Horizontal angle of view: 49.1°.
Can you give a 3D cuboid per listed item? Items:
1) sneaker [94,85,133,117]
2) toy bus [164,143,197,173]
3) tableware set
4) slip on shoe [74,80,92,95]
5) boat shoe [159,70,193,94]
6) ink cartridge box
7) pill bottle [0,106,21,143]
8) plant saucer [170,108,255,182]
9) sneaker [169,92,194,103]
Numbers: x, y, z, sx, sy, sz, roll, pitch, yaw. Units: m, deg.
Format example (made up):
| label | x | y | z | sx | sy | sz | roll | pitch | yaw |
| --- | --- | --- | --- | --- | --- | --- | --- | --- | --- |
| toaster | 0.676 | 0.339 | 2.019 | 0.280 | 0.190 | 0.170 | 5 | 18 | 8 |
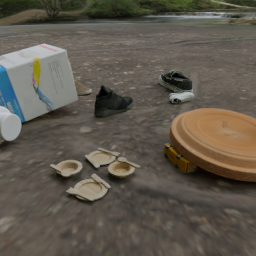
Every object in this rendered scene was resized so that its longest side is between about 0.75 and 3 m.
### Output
| label | x | y | z | sx | sy | sz | roll | pitch | yaw |
| --- | --- | --- | --- | --- | --- | --- | --- | --- | --- |
| sneaker | -0.454 | -1.052 | 9.885 | 1.715 | 0.982 | 0.656 | -18 | 32 | -38 |
| toy bus | 1.246 | 0.702 | 6.852 | 0.383 | 0.318 | 0.977 | -10 | 27 | -20 |
| tableware set | -0.735 | 0.958 | 6.424 | 1.558 | 0.216 | 1.865 | 23 | 33 | 40 |
| slip on shoe | -2.275 | -1.817 | 12.066 | 1.652 | 0.501 | 0.628 | 19 | 31 | 34 |
| boat shoe | 2.139 | -2.151 | 12.428 | 0.887 | 0.799 | 2.509 | -9 | 26 | -19 |
| ink cartridge box | -3.310 | -1.527 | 9.393 | 2.522 | 1.824 | 1.856 | -27 | 35 | -27 |
| pill bottle | -4.004 | -0.154 | 7.830 | 1.911 | 1.044 | 1.044 | 10 | 27 | 20 |
| plant saucer | 2.566 | 0.211 | 7.110 | 2.973 | 0.480 | 2.973 | 6 | 29 | -3 |
| sneaker | 2.091 | -1.133 | 10.851 | 0.998 | 0.381 | 0.402 | -8 | 36 | -5 |
